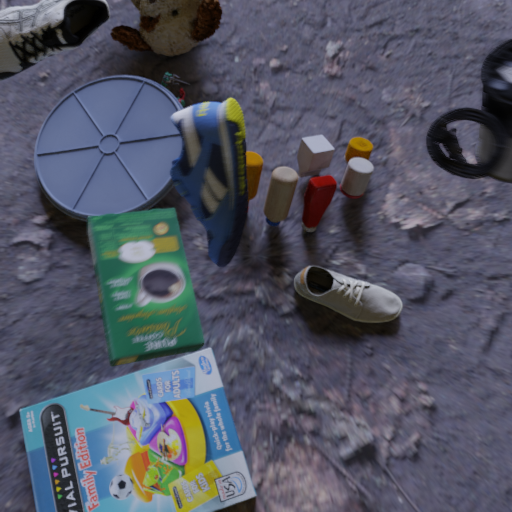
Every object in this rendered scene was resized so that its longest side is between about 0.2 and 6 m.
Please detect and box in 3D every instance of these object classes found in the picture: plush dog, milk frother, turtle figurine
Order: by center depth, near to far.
[{"bbox_3d":[2.424,-1.185,5.659,1.441,1.356,1.301,-11,62,14],"label":"milk frother"},{"bbox_3d":[-1.776,-2.855,10.332,1.196,0.602,0.895,5,83,12],"label":"turtle figurine"},{"bbox_3d":[-1.695,-4.929,10.802,2.558,2.053,2.198,-7,82,22],"label":"plush dog"}]

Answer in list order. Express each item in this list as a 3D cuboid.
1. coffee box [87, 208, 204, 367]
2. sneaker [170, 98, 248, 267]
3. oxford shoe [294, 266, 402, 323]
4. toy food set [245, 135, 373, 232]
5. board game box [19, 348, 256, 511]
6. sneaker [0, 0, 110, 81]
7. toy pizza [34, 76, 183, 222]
[{"bbox_3d":[-1.043,0.263,5.190,0.857,0.307,1.395,-8,71,-23],"label":"coffee box"},{"bbox_3d":[-0.548,-0.835,6.619,0.818,0.736,1.990,2,110,10],"label":"sneaker"},{"bbox_3d":[1.472,0.609,8.962,1.778,0.513,0.668,18,66,5],"label":"oxford shoe"},{"bbox_3d":[0.904,-1.187,9.607,2.546,1.146,1.216,-15,53,-25],"label":"toy food set"},{"bbox_3d":[-1.671,2.806,7.960,2.851,0.669,2.152,-17,69,-7],"label":"board game box"},{"bbox_3d":[-2.945,-3.099,7.734,2.030,0.768,0.890,-43,51,-14],"label":"sneaker"},{"bbox_3d":[-2.520,-1.885,9.904,2.842,0.450,2.842,-2,73,7],"label":"toy pizza"}]
